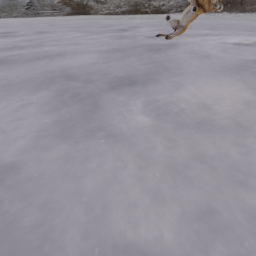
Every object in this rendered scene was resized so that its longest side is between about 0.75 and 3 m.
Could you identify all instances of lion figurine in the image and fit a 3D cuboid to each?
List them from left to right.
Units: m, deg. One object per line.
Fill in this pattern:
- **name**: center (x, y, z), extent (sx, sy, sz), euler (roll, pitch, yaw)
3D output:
- **lion figurine**: center (1.526, -2.791, 7.039), extent (1.668, 0.604, 1.021), euler (-29, -4, 37)
